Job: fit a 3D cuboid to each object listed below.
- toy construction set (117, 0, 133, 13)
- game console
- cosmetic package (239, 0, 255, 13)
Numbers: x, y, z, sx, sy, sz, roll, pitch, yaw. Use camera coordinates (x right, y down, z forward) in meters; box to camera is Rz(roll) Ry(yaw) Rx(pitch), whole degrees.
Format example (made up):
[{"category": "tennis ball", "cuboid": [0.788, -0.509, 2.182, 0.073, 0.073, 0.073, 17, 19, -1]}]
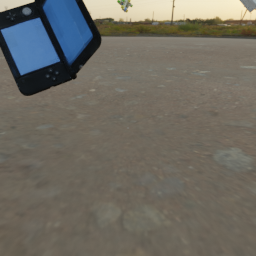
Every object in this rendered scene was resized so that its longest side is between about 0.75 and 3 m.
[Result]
[{"category": "toy construction set", "cuboid": [0.088, -4.994, 10.515, 0.588, 1.276, 0.837, 38, 10, -37]}, {"category": "game console", "cuboid": [-2.385, -2.700, 7.692, 2.451, 2.787, 1.622, -24, -11, -13]}, {"category": "cosmetic package", "cuboid": [3.515, -3.850, 8.161, 0.476, 0.844, 0.342, -37, -1, -25]}]
